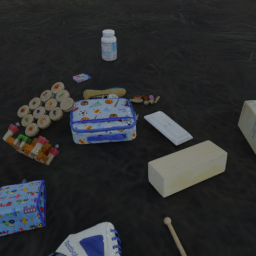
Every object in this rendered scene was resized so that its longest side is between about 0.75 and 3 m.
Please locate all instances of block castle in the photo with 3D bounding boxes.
[{"bbox_3d":[-3.253,0.509,9.547,1.699,1.135,0.797,17,65,27],"label":"block castle"}]

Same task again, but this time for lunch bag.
[{"bbox_3d":[-3.114,2.062,8.091,1.342,0.838,1.782,-10,29,-9],"label":"lunch bag"},{"bbox_3d":[-0.913,-0.283,10.974,2.634,0.995,2.111,-6,39,-6],"label":"lunch bag"}]

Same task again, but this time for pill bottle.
[{"bbox_3d":[-1.124,-4.892,16.547,0.889,1.634,0.889,1,36,0],"label":"pill bottle"}]

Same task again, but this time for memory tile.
[{"bbox_3d":[-3.332,-0.788,11.257,2.293,0.192,1.757,-35,55,0],"label":"memory tile"}]

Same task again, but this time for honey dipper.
[{"bbox_3d":[1.324,3.001,7.132,0.340,0.340,1.793,-9,36,-12],"label":"honey dipper"}]

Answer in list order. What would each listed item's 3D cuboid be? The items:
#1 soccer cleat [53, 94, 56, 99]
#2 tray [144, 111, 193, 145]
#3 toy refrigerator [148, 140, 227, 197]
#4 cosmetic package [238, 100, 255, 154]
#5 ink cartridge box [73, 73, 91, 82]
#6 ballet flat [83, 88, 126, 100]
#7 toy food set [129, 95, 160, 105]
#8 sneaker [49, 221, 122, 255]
[{"bbox_3d":[-3.515,-1.633,13.177,0.592,0.458,1.416,0,38,-2],"label":"soccer cleat"},{"bbox_3d":[1.586,-0.089,10.982,1.008,0.208,1.877,-21,50,-37],"label":"tray"},{"bbox_3d":[1.917,1.283,9.010,2.425,0.848,0.921,-17,33,-22],"label":"toy refrigerator"},{"bbox_3d":[4.967,0.107,10.230,0.872,1.236,2.387,-2,36,-1],"label":"cosmetic package"},{"bbox_3d":[-2.411,-2.679,14.828,0.852,0.179,0.508,-23,43,-30],"label":"ink cartridge box"},{"bbox_3d":[-1.066,-1.436,12.937,1.977,0.678,0.623,-3,65,0],"label":"ballet flat"},{"bbox_3d":[0.786,-1.307,12.996,1.286,0.202,0.817,9,37,24],"label":"toy food set"},{"bbox_3d":[-0.416,3.045,6.339,2.941,1.188,1.699,15,41,21],"label":"sneaker"}]
